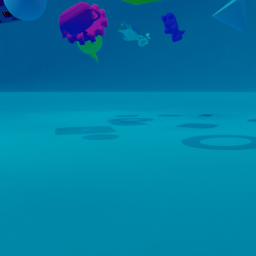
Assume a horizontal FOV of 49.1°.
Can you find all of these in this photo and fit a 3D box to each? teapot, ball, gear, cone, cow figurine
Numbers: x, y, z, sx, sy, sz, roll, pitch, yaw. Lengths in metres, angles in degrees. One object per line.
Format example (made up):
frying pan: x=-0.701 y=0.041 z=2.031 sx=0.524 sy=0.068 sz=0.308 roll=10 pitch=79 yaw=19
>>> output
teapot: x=-1.488 y=-3.074 z=8.160 sx=1.672 sy=0.819 sz=1.040 roll=-10 pitch=37 yaw=33
ball: x=-2.055 y=-2.585 z=5.604 sx=0.814 sy=0.814 sz=0.814 roll=0 pitch=8 yaw=0
gear: x=-1.445 y=-3.399 z=9.115 sx=1.535 sy=1.535 sz=0.284 roll=1 pitch=-25 yaw=7
cone: x=3.429 y=-3.398 z=8.771 sx=1.105 sy=1.109 sz=1.105 roll=-36 pitch=11 yaw=8
cow figurine: x=1.742 y=-3.905 z=10.836 sx=0.608 sy=1.108 sz=1.090 roll=-12 pitch=11 yaw=31
teapot: x=-1.406 y=-3.289 z=10.699 sx=0.983 sy=1.581 sz=0.774 roll=-19 pitch=18 yaw=-24
cow figurine: x=0.262 y=-3.599 z=10.742 sx=1.095 sy=0.611 sz=1.112 roll=22 pitch=-8 yaw=33

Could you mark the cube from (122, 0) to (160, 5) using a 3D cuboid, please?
cube: x=0.341 y=-3.776 z=7.277 sx=0.854 sy=0.854 sz=0.854 roll=3 pitch=14 yaw=30

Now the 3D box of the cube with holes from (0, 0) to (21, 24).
cube with holes: x=-2.878 y=-3.272 z=6.537 sx=1.192 sy=1.192 sz=1.192 roll=-15 pitch=7 yaw=-11
